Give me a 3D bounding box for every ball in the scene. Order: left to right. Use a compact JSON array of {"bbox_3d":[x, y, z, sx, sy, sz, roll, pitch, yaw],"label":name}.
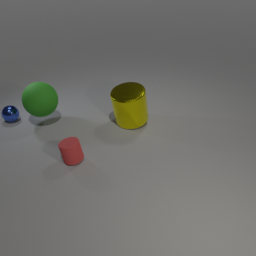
[{"bbox_3d":[-4.922,-0.600,11.722,0.700,0.700,0.700,0,31,0],"label":"ball"},{"bbox_3d":[-3.502,-1.137,11.187,1.400,1.400,1.400,0,31,0],"label":"ball"}]

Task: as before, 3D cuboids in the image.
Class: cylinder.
[{"bbox_3d":[-1.897,0.764,9.375,0.700,0.700,0.700,-9,30,5],"label":"cylinder"},{"bbox_3d":[0.078,-0.911,11.332,1.400,1.400,1.400,-6,41,5],"label":"cylinder"}]
